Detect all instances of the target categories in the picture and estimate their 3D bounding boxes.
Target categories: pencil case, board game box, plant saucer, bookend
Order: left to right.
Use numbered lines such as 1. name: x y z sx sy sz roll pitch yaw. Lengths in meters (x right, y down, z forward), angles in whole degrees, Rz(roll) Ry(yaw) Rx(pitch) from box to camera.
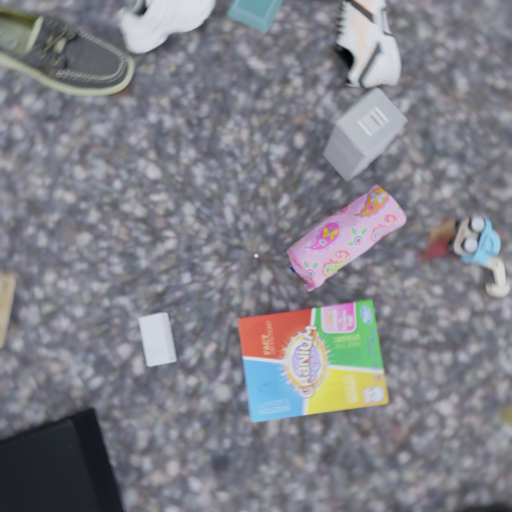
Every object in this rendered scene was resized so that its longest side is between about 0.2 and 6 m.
1. bookend: -3.197 3.682 8.030 2.263 1.049 2.277 -20 85 -1
2. plant saucer: 0.295 -4.824 9.368 0.746 0.202 2.134 25 85 3
3. board game box: 0.843 1.593 8.567 2.064 0.416 1.580 -8 84 -1
4. pencil case: 1.357 -0.270 8.605 1.863 0.815 0.815 -37 85 -3

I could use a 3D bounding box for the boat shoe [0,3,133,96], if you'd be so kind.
1. boat shoe: -3.345 -3.302 8.840 2.732 0.898 0.976 18 84 2

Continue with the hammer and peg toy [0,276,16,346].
1. hammer and peg toy: -4.540 0.770 8.600 1.534 0.541 1.128 9 86 1

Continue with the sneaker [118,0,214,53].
1. sneaker: -1.420 -3.948 8.877 1.657 0.823 0.645 -34 56 -6

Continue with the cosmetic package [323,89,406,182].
1. cosmetic package: 1.566 -1.748 8.366 0.826 1.546 0.697 -41 88 -6

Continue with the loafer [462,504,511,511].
1. loafer: 2.659 4.313 7.962 2.908 1.037 1.061 -19 84 -2

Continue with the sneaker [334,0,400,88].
1. sneaker: 1.613 -3.728 8.952 0.870 0.801 2.174 -14 84 0

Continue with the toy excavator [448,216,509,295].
1. toy excavator: 3.572 -0.007 8.734 1.057 0.528 1.028 21 85 -7

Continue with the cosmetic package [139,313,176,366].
1. cosmetic package: -1.521 1.289 8.641 0.390 0.284 0.766 -12 83 12
